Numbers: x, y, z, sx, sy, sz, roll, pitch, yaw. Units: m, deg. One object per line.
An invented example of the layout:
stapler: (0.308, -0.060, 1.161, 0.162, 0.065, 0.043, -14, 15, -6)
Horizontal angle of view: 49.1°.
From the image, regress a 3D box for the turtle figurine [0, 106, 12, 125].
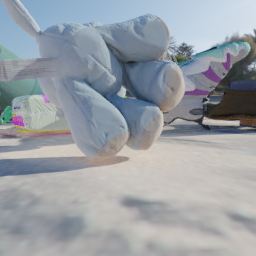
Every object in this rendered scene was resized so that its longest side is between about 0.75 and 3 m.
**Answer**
turtle figurine: (-5.283, -0.814, 8.927, 2.768, 1.394, 2.072, 9, -14, 12)

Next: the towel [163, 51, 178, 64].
towel: (1.283, -1.333, 9.417, 0.379, 2.197, 1.456, -26, 7, -42)

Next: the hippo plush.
hippo plush: (-0.680, -0.559, 4.490, 2.665, 2.123, 2.143, -1, -5, -25)

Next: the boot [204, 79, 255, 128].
boot: (3.128, -0.811, 8.191, 1.007, 1.307, 2.697, -1, 11, -29)

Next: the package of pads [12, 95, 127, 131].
package of pads: (-1.588, -0.423, 7.455, 2.600, 0.887, 2.009, -3, 5, -32)

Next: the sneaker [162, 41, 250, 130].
sneaker: (1.861, -0.859, 6.933, 2.703, 1.891, 1.051, -22, 11, 9)

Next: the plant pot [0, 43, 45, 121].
plant pot: (-4.275, -1.701, 9.395, 2.315, 2.315, 2.267, 2, -19, 17)
